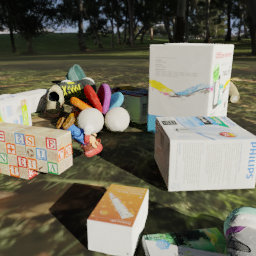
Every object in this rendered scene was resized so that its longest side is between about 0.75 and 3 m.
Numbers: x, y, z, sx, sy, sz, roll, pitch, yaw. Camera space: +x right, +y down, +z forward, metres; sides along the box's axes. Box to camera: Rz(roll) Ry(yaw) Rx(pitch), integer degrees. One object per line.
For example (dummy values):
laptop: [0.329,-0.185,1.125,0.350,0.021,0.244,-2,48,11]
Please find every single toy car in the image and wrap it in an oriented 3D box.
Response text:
toy car: [-1.006,-0.739,9.704,2.109,1.582,1.846,-4,17,-24]

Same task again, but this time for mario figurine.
mario figurine: [-1.080,0.140,6.806,0.691,1.303,0.804,-42,37,1]

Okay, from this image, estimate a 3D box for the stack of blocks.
stack of blocks: [-2.259,0.555,6.450,1.923,1.108,0.563,6,18,20]

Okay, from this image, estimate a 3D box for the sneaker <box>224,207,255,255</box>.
sneaker: [2.074,1.825,3.278,1.925,0.748,1.346,12,35,15]

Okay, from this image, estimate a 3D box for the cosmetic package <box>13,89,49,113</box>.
cosmetic package: [-4.281,-1.225,12.648,1.029,0.811,1.912,9,19,31]

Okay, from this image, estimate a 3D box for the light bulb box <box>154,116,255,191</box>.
light bulb box: [1.679,0.501,6.509,1.874,1.170,1.858,-1,17,-4]

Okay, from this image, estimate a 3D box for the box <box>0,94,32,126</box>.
box: [-4.286,-0.366,9.315,1.038,1.153,2.049,5,18,15]

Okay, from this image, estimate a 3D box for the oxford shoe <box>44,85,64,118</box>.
oxford shoe: [-3.100,-1.356,12.035,0.776,0.809,2.192,7,36,-17]

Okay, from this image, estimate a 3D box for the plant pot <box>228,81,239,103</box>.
plant pot: [5.236,-1.763,14.395,0.999,0.999,1.066,-4,33,-11]

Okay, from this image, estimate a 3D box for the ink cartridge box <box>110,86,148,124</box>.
ink cartridge box: [0.450,-1.095,11.802,2.242,1.071,2.554,-14,21,-39]

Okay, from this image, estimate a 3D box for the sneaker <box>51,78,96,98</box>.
sneaker: [-2.978,-2.016,15.129,2.945,1.097,1.246,2,21,37]

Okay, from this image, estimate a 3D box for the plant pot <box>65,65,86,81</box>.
plant pot: [-3.665,-3.476,19.269,0.975,1.456,1.456,-23,10,19]

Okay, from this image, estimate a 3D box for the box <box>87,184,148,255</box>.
box: [-0.119,1.442,4.537,0.701,0.549,1.127,5,18,14]

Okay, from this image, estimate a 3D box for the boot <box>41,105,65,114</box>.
boot: [-3.385,-0.869,12.446,0.955,0.346,0.868,-15,20,-23]

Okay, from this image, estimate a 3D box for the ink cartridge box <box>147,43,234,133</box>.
ink cartridge box: [2.074,-1.328,9.427,2.125,2.910,2.135,12,21,33]

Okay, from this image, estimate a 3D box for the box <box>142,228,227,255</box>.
box: [0.882,1.803,3.938,1.213,0.220,0.875,-1,17,-10]
